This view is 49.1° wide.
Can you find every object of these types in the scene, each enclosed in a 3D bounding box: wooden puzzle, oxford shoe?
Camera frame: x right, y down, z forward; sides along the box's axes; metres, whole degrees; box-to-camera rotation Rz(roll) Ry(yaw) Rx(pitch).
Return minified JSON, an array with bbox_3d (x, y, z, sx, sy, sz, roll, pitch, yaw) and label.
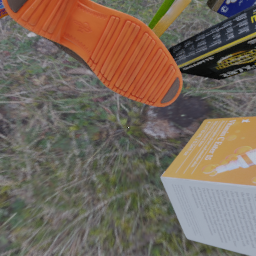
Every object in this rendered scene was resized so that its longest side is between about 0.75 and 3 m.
[{"bbox_3d":[0.856,-2.261,4.840,0.348,2.005,2.972,39,37,-9],"label":"wooden puzzle"},{"bbox_3d":[-0.359,-1.198,3.898,2.579,0.920,0.940,34,7,-13],"label":"oxford shoe"}]

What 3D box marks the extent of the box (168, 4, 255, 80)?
[{"bbox_3d":[2.056,-1.444,4.993,1.667,2.088,0.515,-2,82,-41],"label":"box"}]

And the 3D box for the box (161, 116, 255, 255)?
[{"bbox_3d":[1.787,0.640,3.236,2.266,1.104,1.409,-3,30,43],"label":"box"}]

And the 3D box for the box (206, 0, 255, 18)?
[{"bbox_3d":[2.763,-2.676,5.707,2.071,1.255,0.336,8,43,-30],"label":"box"}]

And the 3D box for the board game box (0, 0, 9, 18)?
[{"bbox_3d":[-2.549,-2.866,4.934,1.259,1.259,1.260,-26,80,-5],"label":"board game box"}]
